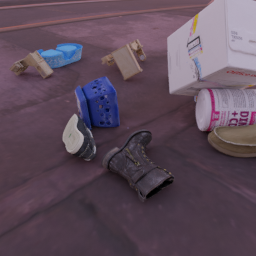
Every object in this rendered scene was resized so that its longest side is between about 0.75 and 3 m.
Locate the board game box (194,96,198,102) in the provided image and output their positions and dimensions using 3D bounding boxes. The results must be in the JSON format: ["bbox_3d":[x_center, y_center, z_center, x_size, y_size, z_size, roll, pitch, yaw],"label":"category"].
[{"bbox_3d":[2.867,-0.946,10.168,0.959,0.296,0.960,9,33,17],"label":"board game box"}]

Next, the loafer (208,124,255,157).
[{"bbox_3d":[3.614,0.228,7.643,2.744,0.925,1.043,5,32,8],"label":"loafer"}]

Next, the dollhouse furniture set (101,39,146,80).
[{"bbox_3d":[-0.066,-3.198,13.285,1.511,1.290,2.915,-23,15,21],"label":"dollhouse furniture set"}]

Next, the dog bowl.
[{"bbox_3d":[-3.478,-3.695,14.314,1.479,0.658,2.654,22,38,31],"label":"dog bowl"}]

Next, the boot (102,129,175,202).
[{"bbox_3d":[0.458,0.901,6.964,1.654,0.658,1.900,29,47,32],"label":"boot"}]

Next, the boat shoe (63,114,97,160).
[{"bbox_3d":[-1.395,0.248,8.035,0.724,0.769,2.140,29,11,-28],"label":"boat shoe"}]

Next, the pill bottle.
[{"bbox_3d":[3.347,-0.541,8.535,2.292,1.299,1.299,0,32,0],"label":"pill bottle"}]

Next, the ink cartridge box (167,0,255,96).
[{"bbox_3d":[2.814,-2.258,8.550,2.073,2.037,2.816,2,-8,-23],"label":"ink cartridge box"}]

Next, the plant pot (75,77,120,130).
[{"bbox_3d":[-1.016,-0.751,8.976,1.159,1.289,1.290,-15,34,-12],"label":"plant pot"}]

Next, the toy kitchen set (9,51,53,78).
[{"bbox_3d":[-4.400,-2.478,12.492,1.362,1.229,1.111,-31,14,29],"label":"toy kitchen set"}]
